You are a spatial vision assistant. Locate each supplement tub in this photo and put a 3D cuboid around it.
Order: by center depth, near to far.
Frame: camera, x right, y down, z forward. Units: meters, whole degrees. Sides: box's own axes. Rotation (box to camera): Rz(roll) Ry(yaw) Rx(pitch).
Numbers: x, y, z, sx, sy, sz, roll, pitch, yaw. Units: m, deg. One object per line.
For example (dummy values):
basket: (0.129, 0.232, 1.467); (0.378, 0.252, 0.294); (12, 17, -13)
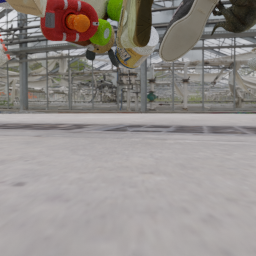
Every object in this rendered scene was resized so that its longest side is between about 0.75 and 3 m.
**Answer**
supplement tub: (0.290, -2.944, 10.161); (1.139, 1.139, 1.575); (-2, -18, -30)

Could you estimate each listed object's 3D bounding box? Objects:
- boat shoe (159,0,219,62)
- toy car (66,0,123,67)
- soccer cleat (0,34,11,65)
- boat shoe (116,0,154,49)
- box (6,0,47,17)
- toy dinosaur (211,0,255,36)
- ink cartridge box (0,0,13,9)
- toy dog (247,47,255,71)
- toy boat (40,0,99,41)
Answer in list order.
boat shoe: (1.271, -2.245, 5.756); (0.672, 2.009, 0.573); (30, 11, -19)
toy car: (-1.202, -3.073, 9.572); (2.188, 2.102, 2.664); (22, -24, 20)
soccer cleat: (-4.587, -2.841, 8.883); (1.080, 0.965, 2.784); (-23, 52, -15)
boat shoe: (0.172, -2.865, 6.168); (0.699, 2.222, 0.811); (5, 0, 38)
box: (-1.948, -2.572, 5.283); (0.640, 0.524, 1.348); (9, 6, -8)
toy dinosaur: (3.083, -3.176, 7.639); (1.368, 1.029, 2.674); (38, -34, 1)
ink cartridge box: (-3.546, -4.231, 9.059); (1.903, 0.387, 1.906); (-2, 16, 16)
toy dog: (3.595, -1.687, 6.730); (1.233, 0.594, 0.813); (-13, 34, 41)
toy boat: (-1.369, -2.710, 7.156); (1.051, 1.050, 1.609); (27, 30, 36)
